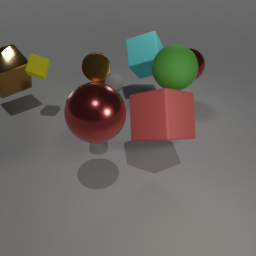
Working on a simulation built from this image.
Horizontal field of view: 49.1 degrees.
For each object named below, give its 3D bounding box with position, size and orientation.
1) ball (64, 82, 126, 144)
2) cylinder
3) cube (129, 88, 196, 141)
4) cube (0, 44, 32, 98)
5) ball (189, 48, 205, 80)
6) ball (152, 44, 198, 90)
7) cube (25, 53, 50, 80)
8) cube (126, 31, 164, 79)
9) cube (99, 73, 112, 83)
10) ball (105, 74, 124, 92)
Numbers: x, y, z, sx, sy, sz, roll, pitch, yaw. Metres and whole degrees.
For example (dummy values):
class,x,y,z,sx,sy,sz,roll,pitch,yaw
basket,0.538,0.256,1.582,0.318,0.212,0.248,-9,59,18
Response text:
class,x,y,z,sx,sy,sz,roll,pitch,yaw
ball,-0.740,-0.345,6.395,1.400,1.400,1.400,0,32,0
cylinder,-0.803,-1.534,7.085,0.700,0.700,0.700,-3,11,-5
cube,1.029,-0.336,8.372,1.400,1.400,1.400,0,-4,-45
cube,-5.025,-2.374,11.700,1.400,1.400,1.400,-31,66,-33
ball,2.621,-2.732,12.144,1.400,1.400,1.400,0,32,0
ball,1.441,-1.849,8.625,1.400,1.400,1.400,0,32,0
cube,-3.435,-2.324,10.700,0.700,0.700,0.700,17,-5,-12
cube,0.848,-3.285,12.782,1.400,1.400,1.400,-11,73,20
cube,-0.836,-1.608,11.048,0.700,0.700,0.700,-39,8,-30
ball,-0.517,-1.663,10.418,0.700,0.700,0.700,0,32,0
